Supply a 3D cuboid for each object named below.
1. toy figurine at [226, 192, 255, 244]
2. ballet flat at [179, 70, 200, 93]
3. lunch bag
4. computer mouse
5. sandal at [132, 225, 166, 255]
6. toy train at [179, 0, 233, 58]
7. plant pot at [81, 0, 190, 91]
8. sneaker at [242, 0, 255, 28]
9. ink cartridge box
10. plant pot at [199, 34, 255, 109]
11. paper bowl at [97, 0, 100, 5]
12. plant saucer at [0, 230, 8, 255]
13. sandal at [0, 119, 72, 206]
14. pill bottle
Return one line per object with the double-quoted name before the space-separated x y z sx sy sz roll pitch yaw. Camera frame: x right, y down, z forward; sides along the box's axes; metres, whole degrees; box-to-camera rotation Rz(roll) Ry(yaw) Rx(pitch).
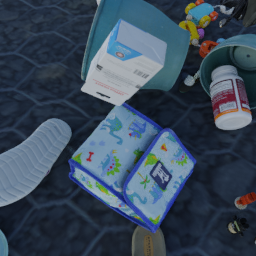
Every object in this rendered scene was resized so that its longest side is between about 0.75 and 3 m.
"toy figurine" 2.953 2.153 6.539 1.052 0.744 1.069 25 61 8
"ballet flat" 2.051 -1.558 8.866 1.135 0.388 0.386 -38 67 -20
"lunch bag" 0.155 0.921 6.807 2.510 1.600 2.134 35 63 7
"computer mouse" 2.697 -3.030 6.884 0.455 1.977 1.388 30 101 -12
"sandal" 0.531 3.222 5.900 0.997 0.671 2.483 -4 60 -3
"toy train" 2.718 -3.260 9.706 2.033 0.753 2.706 15 64 7
"plant pot" 0.291 -2.309 8.161 2.562 2.727 2.727 18 60 -6
"sneaker" 2.479 -2.414 5.214 0.480 1.265 0.574 -24 74 -15
"ink cartridge box" -0.162 -1.222 5.735 1.046 1.802 0.611 22 60 -21
"plant pot" 3.349 -1.807 8.093 2.135 2.135 1.430 27 57 15
"paper bowl" -0.386 -4.880 10.549 1.597 0.831 1.597 0 60 0
"plant saucer" -3.402 2.835 6.261 1.404 0.192 1.404 3 70 -9
"sandal" -2.546 0.930 7.280 1.206 0.728 2.963 41 54 5
"pill bottle" 2.900 -0.890 8.062 0.968 0.968 1.713 0 65 0
